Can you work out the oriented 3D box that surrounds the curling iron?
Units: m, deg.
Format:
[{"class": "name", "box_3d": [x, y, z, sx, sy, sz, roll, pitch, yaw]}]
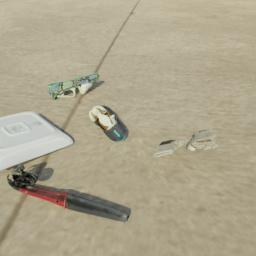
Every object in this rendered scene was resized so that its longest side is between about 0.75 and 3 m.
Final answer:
[{"class": "curling iron", "box_3d": [-1.324, 1.403, 5.698, 2.802, 0.695, 0.358, 17, 46, 15]}]

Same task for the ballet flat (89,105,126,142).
[{"class": "ballet flat", "box_3d": [-0.696, -0.293, 7.989, 0.693, 0.693, 1.898, -17, 37, -24]}]

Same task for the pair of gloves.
[{"class": "pair of gloves", "box_3d": [1.410, 0.401, 6.931, 1.514, 0.266, 1.288, -14, 8, 11]}]

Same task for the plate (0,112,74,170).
[{"class": "plate", "box_3d": [-2.966, 0.143, 7.492, 2.233, 0.361, 2.229, -20, 37, -40]}]

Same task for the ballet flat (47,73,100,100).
[{"class": "ballet flat", "box_3d": [-1.849, -1.416, 9.861, 1.900, 0.705, 0.705, -17, 37, -13]}]
